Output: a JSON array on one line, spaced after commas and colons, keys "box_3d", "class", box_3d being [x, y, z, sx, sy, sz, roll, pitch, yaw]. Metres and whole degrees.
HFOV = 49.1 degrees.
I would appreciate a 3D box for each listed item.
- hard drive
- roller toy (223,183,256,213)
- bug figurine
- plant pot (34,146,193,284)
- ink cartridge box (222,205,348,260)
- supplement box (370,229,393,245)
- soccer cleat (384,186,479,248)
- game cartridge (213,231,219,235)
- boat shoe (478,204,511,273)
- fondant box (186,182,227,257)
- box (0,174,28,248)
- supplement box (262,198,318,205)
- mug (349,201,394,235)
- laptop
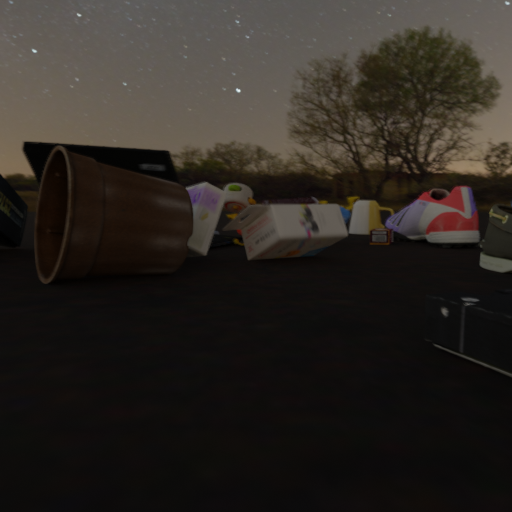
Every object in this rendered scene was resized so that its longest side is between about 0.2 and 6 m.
[{"box_3d": [1.817, 0.432, 2.631, 1.223, 0.331, 1.750, -2, 5, -20], "class": "hard drive"}, {"box_3d": [-0.379, -1.129, 11.201, 0.641, 0.448, 0.585, 22, -25, -29], "class": "roller toy"}, {"box_3d": [0.797, -0.602, 10.928, 2.521, 0.649, 1.955, -8, -4, 13], "class": "bug figurine"}, {"box_3d": [-1.530, -0.374, 6.114, 1.407, 1.422, 1.422, 5, 2, -32], "class": "plant pot"}, {"box_3d": [0.405, -0.331, 7.972, 1.538, 0.522, 0.886, -3, -19, -33], "class": "ink cartridge box"}, {"box_3d": [2.500, -0.387, 11.160, 0.379, 0.294, 0.686, 2, 6, 20], "class": "supplement box"}, {"box_3d": [3.465, -0.806, 11.232, 1.033, 1.108, 3.028, -1, 6, -9], "class": "soccer cleat"}, {"box_3d": [-1.331, -0.535, 13.513, 0.515, 0.158, 0.774, -11, 11, -43], "class": "game cartridge"}, {"box_3d": [3.383, -0.142, 5.980, 0.971, 0.812, 2.716, -1, 6, -14], "class": "boat shoe"}, {"box_3d": [-1.005, -0.453, 7.694, 0.370, 0.918, 1.272, 27, -18, -33], "class": "fondant box"}, {"box_3d": [-5.607, -1.009, 8.500, 3.525, 0.899, 2.780, 9, -11, -10], "class": "box"}, {"box_3d": [0.613, -0.747, 10.215, 1.002, 0.546, 0.305, -4, 22, -11], "class": "supplement box"}, {"box_3d": [2.943, -1.004, 14.552, 1.056, 0.867, 0.846, -1, 5, -11], "class": "mug"}, {"box_3d": [-2.032, -1.040, 10.047, 2.784, 1.622, 3.141, 8, 9, 20], "class": "laptop"}]
